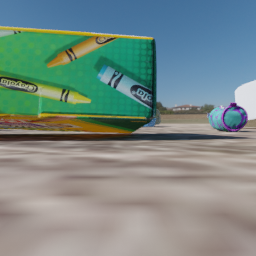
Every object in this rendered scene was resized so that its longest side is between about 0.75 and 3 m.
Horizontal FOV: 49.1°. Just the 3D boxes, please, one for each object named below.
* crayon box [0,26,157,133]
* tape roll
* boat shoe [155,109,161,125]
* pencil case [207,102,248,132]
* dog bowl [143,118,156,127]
[{"bbox_3d":[-1.087,-0.386,2.871,2.522,0.735,1.498,2,-5,-5],"label":"crayon box"},{"bbox_3d":[4.235,-0.623,7.218,2.761,0.966,2.761,-2,-7,0],"label":"tape roll"},{"bbox_3d":[0.580,-0.516,12.254,0.919,0.976,2.718,-3,-7,26],"label":"boat shoe"},{"bbox_3d":[1.662,-0.172,4.740,0.428,0.464,1.005,1,2,4],"label":"pencil case"},{"bbox_3d":[0.390,-0.217,10.859,1.412,0.350,0.787,0,1,-4],"label":"dog bowl"}]
